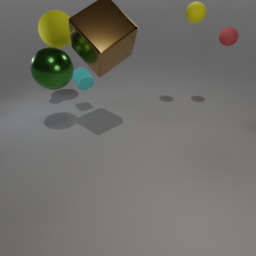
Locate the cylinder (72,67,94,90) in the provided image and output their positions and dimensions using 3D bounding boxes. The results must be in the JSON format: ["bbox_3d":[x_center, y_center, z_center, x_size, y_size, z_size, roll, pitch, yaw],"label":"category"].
[{"bbox_3d":[-1.845,-2.026,11.537,0.700,0.700,0.700,-17,52,-27],"label":"cylinder"}]

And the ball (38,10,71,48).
[{"bbox_3d":[-2.810,-3.894,11.047,1.400,1.400,1.400,0,29,0],"label":"ball"}]

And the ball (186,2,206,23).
[{"bbox_3d":[2.398,-4.084,9.904,0.700,0.700,0.700,0,29,0],"label":"ball"}]

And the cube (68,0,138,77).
[{"bbox_3d":[-0.748,-2.668,8.311,1.400,1.400,1.400,-40,82,-16],"label":"cube"}]

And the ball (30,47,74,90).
[{"bbox_3d":[-2.523,-1.977,9.349,1.400,1.400,1.400,0,29,0],"label":"ball"}]

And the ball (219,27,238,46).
[{"bbox_3d":[3.856,-3.507,10.742,0.700,0.700,0.700,0,29,0],"label":"ball"}]
